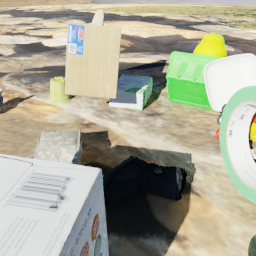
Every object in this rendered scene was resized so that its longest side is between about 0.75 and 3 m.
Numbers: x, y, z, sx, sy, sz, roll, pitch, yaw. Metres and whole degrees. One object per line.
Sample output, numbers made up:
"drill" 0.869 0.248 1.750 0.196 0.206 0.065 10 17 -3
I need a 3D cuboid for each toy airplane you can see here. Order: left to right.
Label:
"toy airplane" 3.962 -0.132 7.914 2.420 1.707 2.409 -34 13 -7

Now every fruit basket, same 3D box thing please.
"fruit basket" 3.056 -2.274 11.096 2.979 2.149 2.979 -6 45 6

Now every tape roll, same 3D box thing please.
"tape roll" 2.950 0.356 6.143 0.620 2.581 2.581 -5 30 -13

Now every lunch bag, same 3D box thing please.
"lunch bag" -1.799 0.663 7.415 1.160 0.832 1.414 -3 25 -6

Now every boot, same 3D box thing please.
"boot" 0.410 1.298 6.380 1.572 0.715 1.871 11 25 26

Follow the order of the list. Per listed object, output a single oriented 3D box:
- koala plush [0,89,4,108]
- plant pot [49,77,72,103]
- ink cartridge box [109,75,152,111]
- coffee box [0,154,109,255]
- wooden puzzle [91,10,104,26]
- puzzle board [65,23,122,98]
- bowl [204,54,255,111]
"koala plush" -5.035 -0.960 10.329 0.943 0.910 1.026 27 37 20
"plant pot" -2.775 -1.575 11.333 0.933 0.857 0.933 1 29 0
"ink cartridge box" 0.153 -1.476 11.218 1.326 0.798 1.825 8 32 13
"coffee box" -1.695 1.945 3.599 2.347 2.321 2.344 6 30 12
"wooden puzzle" -1.401 -2.882 10.409 0.538 2.323 2.151 19 47 -23
"puzzle board" -1.106 -2.087 8.798 1.649 2.188 0.190 5 12 0
"bowl" 3.409 -1.443 9.153 1.702 1.704 0.636 -10 -1 14
